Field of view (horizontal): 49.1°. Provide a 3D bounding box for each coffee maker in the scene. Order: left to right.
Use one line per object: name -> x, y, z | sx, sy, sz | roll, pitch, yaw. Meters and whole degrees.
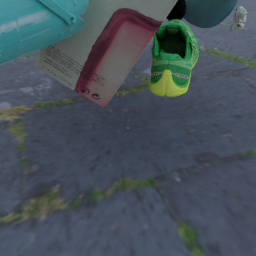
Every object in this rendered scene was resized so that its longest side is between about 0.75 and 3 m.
coffee maker -> 1.133, -3.146, 6.976 | 0.690, 0.984, 1.024 | -24, -10, 17

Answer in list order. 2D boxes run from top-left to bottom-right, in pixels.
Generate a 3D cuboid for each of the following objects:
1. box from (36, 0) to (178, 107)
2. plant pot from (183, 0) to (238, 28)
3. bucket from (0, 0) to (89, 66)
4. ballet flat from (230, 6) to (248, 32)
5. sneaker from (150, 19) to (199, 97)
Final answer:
box -> -0.224, -2.063, 4.845 | 1.591, 2.920, 1.867 | 32, 53, -9
plant pot -> 2.317, -3.833, 7.521 | 1.863, 1.863, 1.255 | -14, 2, -17
bucket -> -1.595, -1.727, 3.326 | 1.965, 1.965, 1.278 | 24, 50, 28
ballet flat -> 3.126, -2.995, 7.906 | 0.377, 1.050, 0.377 | -3, 77, 12
sneaker -> 1.088, -1.805, 6.137 | 1.036, 1.169, 2.798 | 6, 43, 8
